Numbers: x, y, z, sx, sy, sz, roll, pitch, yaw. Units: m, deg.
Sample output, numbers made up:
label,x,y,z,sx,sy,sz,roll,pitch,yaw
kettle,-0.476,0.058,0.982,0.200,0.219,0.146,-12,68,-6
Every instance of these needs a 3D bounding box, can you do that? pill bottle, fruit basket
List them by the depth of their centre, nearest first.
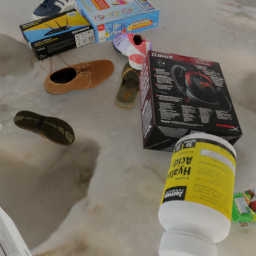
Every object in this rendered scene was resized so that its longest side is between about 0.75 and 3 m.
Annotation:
label,x,y,z,sx,sy,sz,roll,pitch,yaw
pill bottle,1.420,1.466,5.781,1.400,1.400,2.515,13,54,10
fruit basket,2.704,1.732,6.186,0.929,0.435,0.860,-6,52,-8

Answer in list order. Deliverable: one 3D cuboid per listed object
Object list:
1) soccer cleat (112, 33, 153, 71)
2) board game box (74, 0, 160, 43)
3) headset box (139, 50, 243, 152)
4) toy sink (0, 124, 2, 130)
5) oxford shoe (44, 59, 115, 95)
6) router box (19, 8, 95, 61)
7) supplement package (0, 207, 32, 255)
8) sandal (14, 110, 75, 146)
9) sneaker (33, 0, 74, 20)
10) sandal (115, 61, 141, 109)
label,x,y,z,sx,sy,sz,roll,pitch,yaw
soccer cleat,0.161,-2.724,9.090,0.864,0.927,2.533,-5,36,-20
board game box,-0.506,-4.631,10.975,2.546,0.727,2.600,-20,55,-14
headset box,1.485,-0.807,7.497,2.174,1.097,2.925,7,52,-11
toy sink,-3.955,-0.191,6.828,1.367,0.891,0.766,12,47,-47
oxford shoe,-1.335,-1.590,8.340,2.284,0.814,0.815,-25,87,-23
router box,-2.553,-3.430,10.131,2.217,0.566,1.653,-27,56,-19
supplement package,-2.817,2.467,5.018,1.760,1.335,1.326,-32,59,-23
sandal,-2.172,0.041,7.362,1.657,0.452,0.677,17,62,0
sneaker,-2.927,-5.349,11.294,0.991,1.117,2.643,23,56,17
sandal,0.080,-1.451,8.596,0.812,0.546,2.022,11,53,8
